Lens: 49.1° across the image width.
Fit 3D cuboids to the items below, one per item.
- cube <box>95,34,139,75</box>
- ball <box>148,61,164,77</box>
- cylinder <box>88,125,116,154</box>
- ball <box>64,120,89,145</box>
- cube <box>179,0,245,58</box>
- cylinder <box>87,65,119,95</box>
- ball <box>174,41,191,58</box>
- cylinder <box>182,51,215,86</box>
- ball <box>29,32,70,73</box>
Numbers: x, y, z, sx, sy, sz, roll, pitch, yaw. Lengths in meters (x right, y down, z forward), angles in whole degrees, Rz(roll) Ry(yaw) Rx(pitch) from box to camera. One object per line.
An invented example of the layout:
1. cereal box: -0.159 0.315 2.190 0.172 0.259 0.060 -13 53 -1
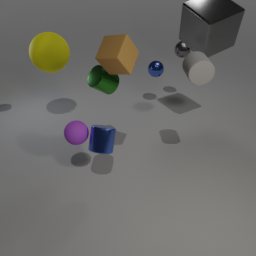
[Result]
1. cube: -0.257 -1.815 6.980 0.700 0.700 0.700 8 70 33
2. ball: 1.196 -2.535 12.021 0.700 0.700 0.700 0 32 0
3. cylinder: -0.718 0.309 7.826 0.700 0.700 0.700 8 8 -1
4. ball: -1.462 0.134 7.942 0.700 0.700 0.700 0 32 0
5. cube: 2.707 -3.419 9.316 1.400 1.400 1.400 -26 57 -14
6. cylinder: -0.738 -1.442 8.428 0.700 0.700 0.700 19 13 -44
7. ball: 2.352 -3.376 12.046 0.700 0.700 0.700 0 32 0
8. cylinder: 1.872 -1.589 7.471 0.700 0.700 0.700 -2 36 -4
9. ball: -2.799 -2.695 10.016 1.400 1.400 1.400 0 32 0
